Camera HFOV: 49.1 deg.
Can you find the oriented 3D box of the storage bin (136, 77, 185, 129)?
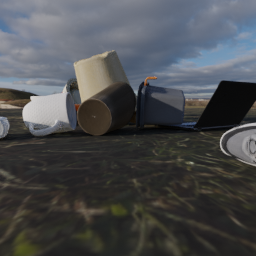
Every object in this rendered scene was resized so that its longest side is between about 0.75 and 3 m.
[{"bbox_3d":[1.245,-0.976,10.406,1.629,1.765,2.425,4,15,7],"label":"storage bin"}]

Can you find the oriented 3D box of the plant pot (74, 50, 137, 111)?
[{"bbox_3d":[-1.082,-1.893,12.339,2.851,2.610,2.851,-16,16,5],"label":"plant pot"}]

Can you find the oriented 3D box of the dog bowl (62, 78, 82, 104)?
[{"bbox_3d":[-2.925,-1.714,16.933,0.938,2.545,2.545,-35,-15,31],"label":"dog bowl"}]

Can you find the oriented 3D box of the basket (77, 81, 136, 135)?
[{"bbox_3d":[-0.669,-0.547,8.830,1.313,1.741,1.931,25,20,11],"label":"basket"}]

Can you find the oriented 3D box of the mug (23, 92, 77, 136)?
[{"bbox_3d":[-2.439,-0.305,8.559,1.416,1.192,1.615,-8,35,3],"label":"mug"}]

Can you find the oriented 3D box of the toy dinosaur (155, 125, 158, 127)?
[{"bbox_3d":[1.516,-0.214,11.116,1.142,0.271,0.503,-3,-18,-45],"label":"toy dinosaur"}]

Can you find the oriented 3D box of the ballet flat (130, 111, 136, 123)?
[{"bbox_3d":[1.051,-0.405,12.002,2.237,0.759,0.809,4,24,-2],"label":"ballet flat"}]

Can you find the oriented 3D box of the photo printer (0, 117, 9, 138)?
[{"bbox_3d":[-3.963,-0.007,7.589,1.332,0.556,1.600,-3,5,-19],"label":"photo printer"}]

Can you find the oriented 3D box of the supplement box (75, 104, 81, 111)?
[{"bbox_3d":[-3.554,-0.784,14.325,2.706,0.931,0.900,6,7,37],"label":"supplement box"}]

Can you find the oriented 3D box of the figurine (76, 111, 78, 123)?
[{"bbox_3d":[-2.715,-0.738,12.119,0.604,1.403,1.369,-38,5,9],"label":"figurine"}]

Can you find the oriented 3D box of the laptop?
[{"bbox_3d":[3.014,-0.787,10.266,2.646,1.637,2.825,-3,6,-36],"label":"laptop"}]

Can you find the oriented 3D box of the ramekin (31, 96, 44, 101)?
[{"bbox_3d":[-4.875,-1.380,18.232,2.752,1.341,2.752,0,5,0],"label":"ramekin"}]

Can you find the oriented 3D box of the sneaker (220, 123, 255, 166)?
[{"bbox_3d":[1.927,0.292,3.757,1.735,0.655,0.987,9,8,44],"label":"sneaker"}]
